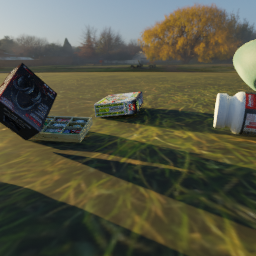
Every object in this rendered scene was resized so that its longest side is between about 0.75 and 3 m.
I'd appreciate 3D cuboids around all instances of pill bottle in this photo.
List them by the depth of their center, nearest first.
[{"bbox_3d":[3.128,-0.325,6.902,1.852,1.073,1.073,7,15,13],"label":"pill bottle"}]

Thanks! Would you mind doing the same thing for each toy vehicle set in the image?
[{"bbox_3d":[-1.783,0.002,7.138,1.541,0.204,0.958,2,29,10],"label":"toy vehicle set"}]

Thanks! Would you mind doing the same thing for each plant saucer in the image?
[{"bbox_3d":[3.809,-1.137,6.582,2.783,0.536,2.783,23,-10,4],"label":"plant saucer"}]

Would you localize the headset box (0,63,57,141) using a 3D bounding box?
[{"bbox_3d":[-2.407,-0.559,6.413,0.591,1.138,1.529,-26,35,29],"label":"headset box"}]

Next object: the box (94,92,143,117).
[{"bbox_3d":[-0.252,-0.940,10.616,1.475,0.465,2.681,-5,13,8],"label":"box"}]
